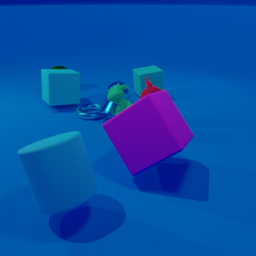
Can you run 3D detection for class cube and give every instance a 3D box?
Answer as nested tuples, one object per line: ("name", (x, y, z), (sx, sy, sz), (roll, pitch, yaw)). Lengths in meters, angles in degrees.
("cube", (-2.427, -1.492, 10.092), (1.119, 1.119, 1.119), (-6, 20, -27))
("cube", (0.476, 0.066, 6.096), (1.263, 1.263, 1.263), (-32, -3, 25))
("cube", (0.788, -1.809, 10.892), (0.939, 0.939, 0.939), (-12, 26, -11))

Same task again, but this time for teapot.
("teapot", (0.720, -0.967, 8.701), (0.763, 1.228, 0.601), (-14, 18, -6))

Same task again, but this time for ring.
("ring", (-1.250, -0.569, 9.515), (1.065, 0.213, 1.065), (0, 26, 0))

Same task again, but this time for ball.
("ball", (-0.347, -1.234, 10.073), (0.864, 0.864, 0.864), (0, 26, 0))

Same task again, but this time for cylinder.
("cylinder", (-1.224, 0.754, 4.973), (1.120, 1.120, 1.120), (-16, 9, 3))

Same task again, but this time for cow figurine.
("cow figurine", (-0.096, -0.642, 8.086), (0.647, 1.180, 1.161), (-26, 61, 25))

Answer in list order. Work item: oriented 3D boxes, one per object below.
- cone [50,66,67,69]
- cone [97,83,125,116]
("cone", (-2.842, -1.977, 11.999), (1.134, 1.134, 1.138), (0, 0, 0))
("cone", (-0.344, -0.901, 8.788), (1.070, 1.074, 1.070), (12, 0, 0))
